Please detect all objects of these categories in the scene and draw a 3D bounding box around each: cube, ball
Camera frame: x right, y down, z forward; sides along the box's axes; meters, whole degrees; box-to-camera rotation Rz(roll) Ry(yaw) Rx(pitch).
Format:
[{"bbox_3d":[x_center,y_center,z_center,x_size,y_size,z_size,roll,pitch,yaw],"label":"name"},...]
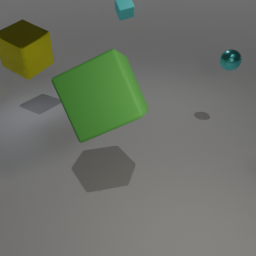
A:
[{"bbox_3d":[-3.816,-2.921,10.417,1.400,1.400,1.400,28,52,17],"label":"cube"},{"bbox_3d":[-0.505,-0.687,6.014,1.400,1.400,1.400,-23,5,12],"label":"cube"},{"bbox_3d":[-0.159,-5.452,12.719,0.700,0.700,0.700,-19,74,-7],"label":"cube"},{"bbox_3d":[3.425,-2.266,9.356,0.700,0.700,0.700,0,30,0],"label":"ball"}]
